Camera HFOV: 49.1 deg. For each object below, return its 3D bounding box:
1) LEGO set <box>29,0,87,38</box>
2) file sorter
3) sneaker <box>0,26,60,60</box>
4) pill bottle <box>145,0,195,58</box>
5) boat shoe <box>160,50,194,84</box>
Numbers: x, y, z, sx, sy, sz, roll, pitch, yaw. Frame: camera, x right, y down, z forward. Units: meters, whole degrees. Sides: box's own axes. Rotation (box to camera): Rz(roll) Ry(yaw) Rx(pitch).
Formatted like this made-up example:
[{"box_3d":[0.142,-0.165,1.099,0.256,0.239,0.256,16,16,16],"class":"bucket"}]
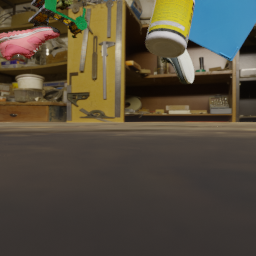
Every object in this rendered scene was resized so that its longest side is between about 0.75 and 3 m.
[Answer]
[{"box_3d":[-2.068,-3.777,8.381,1.693,2.202,1.276,3,-6,-41],"class":"LEGO set"},{"box_3d":[2.225,-3.091,7.723,2.347,1.628,1.440,32,18,10],"class":"file sorter"},{"box_3d":[-2.725,-2.349,7.847,1.781,0.773,0.656,-20,16,-24],"class":"sneaker"},{"box_3d":[0.686,-1.740,4.379,0.639,1.136,0.639,13,-12,3],"class":"pill bottle"},{"box_3d":[1.584,-2.673,10.039,0.857,2.775,1.010,-27,-22,31],"class":"boat shoe"}]
